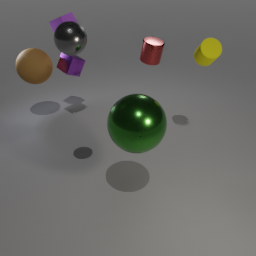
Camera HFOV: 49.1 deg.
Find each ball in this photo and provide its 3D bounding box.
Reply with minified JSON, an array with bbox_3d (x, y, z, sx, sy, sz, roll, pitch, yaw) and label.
[{"bbox_3d":[0.210,-0.104,6.581,1.400,1.400,1.400,0,29,0],"label":"ball"},{"bbox_3d":[-1.222,-1.904,5.964,0.700,0.700,0.700,0,29,0],"label":"ball"},{"bbox_3d":[-3.710,-2.446,11.121,1.400,1.400,1.400,0,29,0],"label":"ball"}]

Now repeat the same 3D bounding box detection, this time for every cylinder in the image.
[{"bbox_3d":[0.785,-2.533,9.218,0.700,0.700,0.700,7,39,-6],"label":"cylinder"},{"bbox_3d":[2.587,-2.460,9.108,0.700,0.700,0.700,-3,-7,-6],"label":"cylinder"}]

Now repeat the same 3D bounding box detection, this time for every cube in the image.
[{"bbox_3d":[-2.372,-3.822,10.516,0.700,0.700,0.700,-4,30,39],"label":"cube"},{"bbox_3d":[-2.241,-2.513,11.005,0.700,0.700,0.700,36,22,29],"label":"cube"}]
